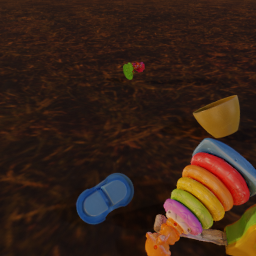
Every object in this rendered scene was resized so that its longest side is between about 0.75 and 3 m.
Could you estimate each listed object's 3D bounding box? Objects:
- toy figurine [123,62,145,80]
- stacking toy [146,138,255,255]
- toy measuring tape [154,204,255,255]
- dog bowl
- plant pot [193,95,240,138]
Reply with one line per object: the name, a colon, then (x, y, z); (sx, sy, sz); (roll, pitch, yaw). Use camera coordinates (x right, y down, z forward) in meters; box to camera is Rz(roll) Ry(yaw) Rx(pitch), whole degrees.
toy figurine: (0.309, -2.322, 10.694); (0.754, 0.820, 0.615); (-29, 78, -23)
stacking toy: (1.012, 1.244, 4.393); (1.156, 1.093, 1.992); (42, 71, 16)
toy measuring tape: (1.691, 1.478, 4.265); (2.507, 0.922, 0.922); (10, 31, 9)
dog bowl: (-0.418, 1.260, 5.041); (1.094, 0.271, 0.610); (-29, 85, -22)
plant pot: (2.384, -0.233, 7.232); (1.166, 0.828, 1.166); (-24, 4, 2)
